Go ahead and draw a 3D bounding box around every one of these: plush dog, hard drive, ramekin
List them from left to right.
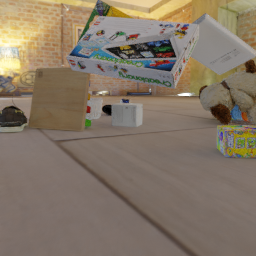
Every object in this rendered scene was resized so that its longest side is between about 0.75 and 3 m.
[{"bbox_3d":[-2.184,-0.972,14.015,1.872,0.982,1.872,-1,9,0],"label":"ramekin"},{"bbox_3d":[2.561,-2.423,8.414,2.113,0.282,1.393,23,-26,-26],"label":"hard drive"},{"bbox_3d":[4.384,-1.452,12.109,2.524,2.357,2.938,-22,32,5],"label":"plush dog"}]

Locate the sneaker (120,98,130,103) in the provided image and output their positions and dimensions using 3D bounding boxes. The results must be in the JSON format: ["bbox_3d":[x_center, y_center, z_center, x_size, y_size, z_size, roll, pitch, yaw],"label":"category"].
[{"bbox_3d":[-0.139,-1.066,14.731,0.670,0.958,1.658,-3,9,-13],"label":"sneaker"}]

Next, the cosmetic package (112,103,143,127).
[{"bbox_3d":[-0.024,-0.550,11.474,1.071,0.896,0.890,3,9,19],"label":"cosmetic package"}]

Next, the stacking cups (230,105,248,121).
[{"bbox_3d":[5.369,-0.692,13.278,0.875,0.875,2.892,-6,15,-33],"label":"stacking cups"}]

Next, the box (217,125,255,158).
[{"bbox_3d":[2.720,0.302,6.682,0.990,0.627,1.028,0,8,6],"label":"box"}]

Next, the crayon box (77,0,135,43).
[{"bbox_3d":[-0.135,-2.494,8.362,2.399,1.508,0.619,20,36,-24],"label":"crayon box"}]

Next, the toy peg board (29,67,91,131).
[{"bbox_3d":[-2.421,-1.050,10.869,2.326,2.316,1.138,3,-6,20],"label":"toy peg board"}]

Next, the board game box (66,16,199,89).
[{"bbox_3d":[0.101,-1.820,6.362,2.598,0.450,1.640,15,59,24],"label":"board game box"}]

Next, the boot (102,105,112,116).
[{"bbox_3d":[-1.117,-1.024,15.873,1.407,0.530,1.052,5,10,30],"label":"boot"}]

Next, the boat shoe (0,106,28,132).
[{"bbox_3d":[-4.439,-0.439,10.854,1.007,0.850,2.824,-3,9,-19],"label":"boat shoe"}]
